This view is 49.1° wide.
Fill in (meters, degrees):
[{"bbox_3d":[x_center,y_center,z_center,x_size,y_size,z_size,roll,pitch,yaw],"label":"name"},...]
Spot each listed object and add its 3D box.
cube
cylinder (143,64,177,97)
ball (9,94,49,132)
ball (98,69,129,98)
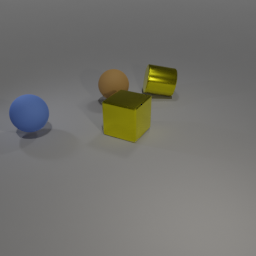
[{"bbox_3d":[-0.020,-0.499,10.729,1.400,1.400,1.400,15,33,24],"label":"cube"},{"bbox_3d":[1.562,-2.341,13.818,1.400,1.400,1.400,8,29,-6],"label":"cylinder"},{"bbox_3d":[-3.650,-0.544,10.381,1.400,1.400,1.400,0,29,0],"label":"ball"},{"bbox_3d":[-0.651,-1.966,12.730,1.400,1.400,1.400,0,29,0],"label":"ball"}]
